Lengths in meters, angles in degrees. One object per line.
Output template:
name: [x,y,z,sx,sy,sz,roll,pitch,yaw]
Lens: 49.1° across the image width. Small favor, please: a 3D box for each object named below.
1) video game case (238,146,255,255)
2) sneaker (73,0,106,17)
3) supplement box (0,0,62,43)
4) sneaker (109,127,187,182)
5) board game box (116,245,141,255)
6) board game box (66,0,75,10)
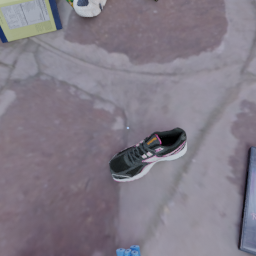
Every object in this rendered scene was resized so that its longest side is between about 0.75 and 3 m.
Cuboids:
video game case: [3.489,1.712,6.211,1.763,0.234,2.468,15,60,9]
sneaker: [-1.639,-4.878,9.616,1.806,1.108,2.775,17,61,11]
supplement box: [-3.400,-4.095,9.000,1.987,1.335,1.989,-17,61,-10]
sneaker: [0.467,0.485,6.551,2.056,0.888,0.826,-26,61,-14]
board game box: [-0.891,2.626,4.266,2.608,2.608,0.337,-8,90,-5]
board game box: [-2.407,-5.279,9.800,0.269,1.201,2.292,-31,63,-16]
